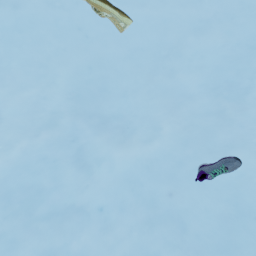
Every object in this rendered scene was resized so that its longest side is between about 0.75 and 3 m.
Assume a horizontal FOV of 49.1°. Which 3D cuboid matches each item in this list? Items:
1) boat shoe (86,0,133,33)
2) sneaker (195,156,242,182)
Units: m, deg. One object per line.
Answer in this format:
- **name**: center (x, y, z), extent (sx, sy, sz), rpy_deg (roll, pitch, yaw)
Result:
- **boat shoe**: center (-0.385, -2.178, 5.365), extent (0.378, 1.202, 0.439), rpy_deg (-48, 63, 23)
- **sneaker**: center (1.776, 0.866, 5.517), extent (0.359, 0.964, 0.422), rpy_deg (50, 46, -11)
